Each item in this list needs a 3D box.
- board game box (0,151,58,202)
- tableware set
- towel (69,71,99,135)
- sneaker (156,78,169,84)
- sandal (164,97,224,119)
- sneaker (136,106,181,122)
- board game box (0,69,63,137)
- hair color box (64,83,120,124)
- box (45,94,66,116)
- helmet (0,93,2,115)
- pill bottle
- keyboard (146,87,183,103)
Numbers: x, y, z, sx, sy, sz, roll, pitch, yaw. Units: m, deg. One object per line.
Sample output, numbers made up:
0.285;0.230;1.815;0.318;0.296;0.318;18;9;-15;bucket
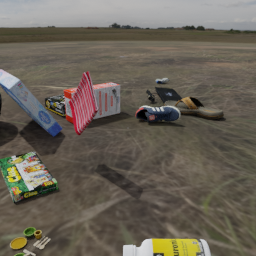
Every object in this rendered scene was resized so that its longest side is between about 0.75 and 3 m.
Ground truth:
-2.624;1.168;7.182;1.045;0.234;1.994;-15;26;-30;board game box
-1.875;2.101;4.939;0.618;0.141;0.917;11;25;26;tableware set
-1.150;-0.569;7.048;0.170;1.096;1.516;-6;-21;-29;towel
2.119;-2.842;17.209;0.823;0.317;0.351;-5;31;7;sneaker
2.755;-0.935;11.788;2.539;0.693;1.037;16;26;34;sandal
1.104;-0.468;10.778;1.765;0.662;0.746;3;21;30;sneaker
-3.543;-0.898;9.797;0.488;2.237;2.248;-45;39;-15;board game box
-1.397;-1.053;11.350;2.255;1.250;0.721;-15;26;-34;hair color box
-2.363;-1.156;12.530;2.156;0.532;1.721;-17;27;-37;box
-5.694;-0.942;9.836;2.537;2.537;2.419;-3;39;-7;helmet
0.569;2.067;4.256;1.279;0.712;0.712;-1;22;1;pill bottle
1.737;-1.617;14.079;1.820;0.295;2.864;5;20;-6;keyboard
